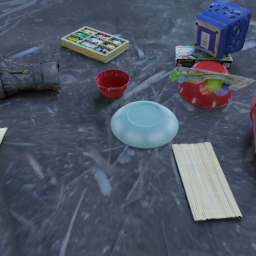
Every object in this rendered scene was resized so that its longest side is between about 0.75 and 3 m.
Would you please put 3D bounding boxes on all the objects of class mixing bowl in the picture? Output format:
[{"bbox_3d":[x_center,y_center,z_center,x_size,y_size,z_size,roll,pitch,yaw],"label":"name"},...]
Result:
[{"bbox_3d":[2.873,-1.727,10.117,1.965,1.064,1.965,-1,44,1],"label":"mixing bowl"},{"bbox_3d":[-0.538,-1.530,10.183,1.225,0.663,1.225,0,44,0],"label":"mixing bowl"}]

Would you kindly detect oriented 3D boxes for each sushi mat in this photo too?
[{"bbox_3d":[2.039,1.324,7.586,1.204,0.152,2.516,-5,44,-4],"label":"sushi mat"}]

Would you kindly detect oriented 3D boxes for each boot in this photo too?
[{"bbox_3d":[-3.891,-2.235,10.800,2.472,0.983,2.839,-14,56,-15],"label":"boot"}]

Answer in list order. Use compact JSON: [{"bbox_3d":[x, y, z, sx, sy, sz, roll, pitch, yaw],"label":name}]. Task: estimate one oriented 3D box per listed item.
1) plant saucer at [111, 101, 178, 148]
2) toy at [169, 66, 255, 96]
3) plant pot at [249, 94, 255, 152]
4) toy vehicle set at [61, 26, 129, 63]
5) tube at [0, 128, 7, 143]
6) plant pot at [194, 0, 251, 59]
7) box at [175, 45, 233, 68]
[{"bbox_3d":[0.538,-0.297,9.083,2.228,0.429,2.228,0,43,0],"label":"plant saucer"},{"bbox_3d":[1.241,-0.669,4.352,1.164,0.670,0.275,13,86,-2],"label":"toy"},{"bbox_3d":[4.383,0.009,7.816,2.015,2.015,1.804,16,62,16],"label":"plant pot"},{"bbox_3d":[-1.519,-3.883,12.856,2.683,0.356,1.667,27,50,25],"label":"toy vehicle set"},{"bbox_3d":[-4.104,0.735,7.950,0.643,0.575,2.215,28,30,-27],"label":"tube"},{"bbox_3d":[3.677,-3.924,11.407,1.563,1.738,1.738,-34,53,-21],"label":"plant pot"},{"bbox_3d":[3.168,-3.071,11.980,2.271,0.394,1.250,2,44,3],"label":"box"}]
